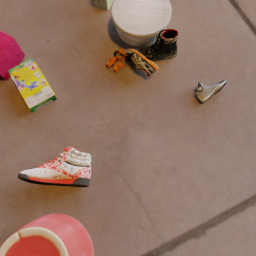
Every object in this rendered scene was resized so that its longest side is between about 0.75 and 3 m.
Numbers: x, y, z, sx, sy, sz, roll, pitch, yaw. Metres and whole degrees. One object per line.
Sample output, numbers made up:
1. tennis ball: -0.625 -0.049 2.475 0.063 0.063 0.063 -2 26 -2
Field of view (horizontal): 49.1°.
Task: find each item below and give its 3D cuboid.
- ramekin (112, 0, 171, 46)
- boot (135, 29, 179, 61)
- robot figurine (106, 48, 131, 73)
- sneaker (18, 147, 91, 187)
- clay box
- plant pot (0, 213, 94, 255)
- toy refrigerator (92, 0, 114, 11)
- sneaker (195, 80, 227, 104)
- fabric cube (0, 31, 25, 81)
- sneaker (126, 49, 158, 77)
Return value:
1. ramekin: 0.560 -4.682 12.043 2.526 1.176 2.526 0 72 0
2. boot: 1.119 -3.402 11.436 1.945 1.469 0.702 -3 73 2
3. robot figurine: -0.383 -2.900 11.881 0.827 0.332 1.140 35 75 9
4. sneaker: -2.583 1.367 10.164 2.534 0.846 1.358 5 70 -2
5. clay box: -3.896 -1.761 11.408 1.158 0.480 2.016 -31 74 -10
6. plant pot: -2.496 3.994 8.384 2.831 2.505 2.831 0 71 -1
7. toy refrigerator: -0.734 -6.781 12.869 0.904 0.981 2.584 23 72 7
8. sneaker: 3.296 -1.698 11.380 1.408 0.528 0.813 -39 73 -11
9. fabric cube: -5.322 -3.018 11.367 1.380 1.406 1.402 26 75 8
10. sneaker: 0.488 -2.680 11.434 1.524 0.597 0.589 38 99 10
